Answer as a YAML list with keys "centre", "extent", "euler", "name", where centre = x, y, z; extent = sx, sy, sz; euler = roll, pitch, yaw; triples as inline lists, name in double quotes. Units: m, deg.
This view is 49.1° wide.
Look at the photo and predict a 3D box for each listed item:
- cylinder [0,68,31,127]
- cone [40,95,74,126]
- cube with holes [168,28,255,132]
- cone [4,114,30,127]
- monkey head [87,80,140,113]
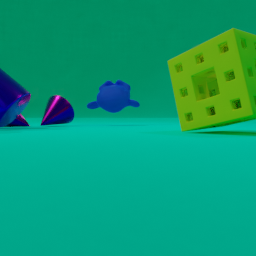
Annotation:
- centre: [-3.170, -0.781, 6.804]
  extent: [1.124, 1.124, 1.124]
  euler: [40, 0, -4]
  name: "cylinder"
- centre: [-2.324, -0.325, 8.470]
  extent: [1.009, 1.009, 1.013]
  euler: [1, 31, 27]
  name: "cone"
- centre: [1.734, -0.743, 4.939]
  extent: [1.314, 1.314, 1.314]
  euler: [-5, -8, -41]
  name: "cube with holes"
- centre: [-3.243, -0.241, 8.166]
  extent: [0.857, 0.854, 0.854]
  euler: [26, 1, -4]
  name: "cone"
- centre: [-0.439, -0.931, 9.531]
  extent: [1.794, 1.081, 1.291]
  euler: [-2, -31, 11]
  name: "monkey head"
